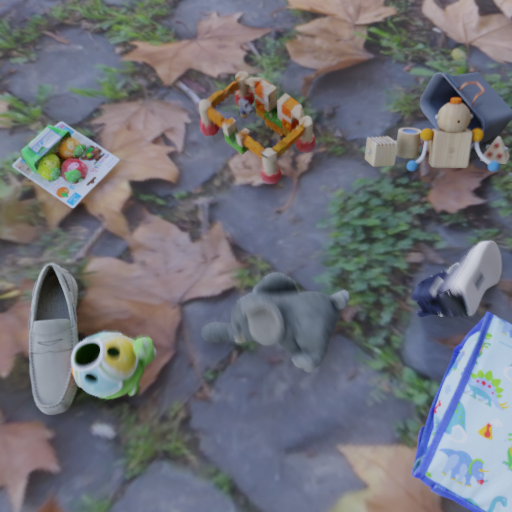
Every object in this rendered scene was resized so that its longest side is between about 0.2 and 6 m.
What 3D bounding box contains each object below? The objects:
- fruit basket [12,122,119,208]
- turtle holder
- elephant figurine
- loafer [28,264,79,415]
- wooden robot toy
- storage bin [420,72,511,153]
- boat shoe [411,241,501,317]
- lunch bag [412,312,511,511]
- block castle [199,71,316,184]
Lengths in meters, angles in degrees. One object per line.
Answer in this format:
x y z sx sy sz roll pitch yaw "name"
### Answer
-4.046 -2.006 11.919 1.655 0.776 1.533 32 66 13 "fruit basket"
-2.448 1.845 9.514 1.468 1.043 1.116 8 67 26 "turtle holder"
0.250 1.061 9.743 2.136 1.511 1.657 23 81 3 "elephant figurine"
-3.648 1.421 9.976 0.943 0.941 2.698 -9 62 -5 "loafer"
3.851 -2.613 11.634 3.079 1.397 1.356 1 29 3 "wooden robot toy"
4.762 -3.310 12.394 1.202 1.302 1.789 -21 66 -21 "storage bin"
3.787 0.408 10.585 2.325 1.078 0.868 -31 105 -45 "boat shoe"
4.024 2.798 8.757 2.438 1.827 2.867 26 55 13 "lunch bag"
0.018 -2.763 12.156 2.353 1.104 1.573 41 73 22 "block castle"
